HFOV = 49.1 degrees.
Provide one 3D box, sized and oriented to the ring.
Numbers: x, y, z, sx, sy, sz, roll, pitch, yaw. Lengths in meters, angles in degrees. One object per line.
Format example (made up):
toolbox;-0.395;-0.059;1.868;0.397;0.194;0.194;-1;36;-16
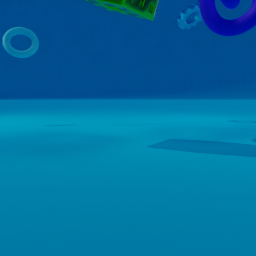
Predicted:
ring;-3.311;-2.651;8.669;1.050;1.050;0.210;-2;-16;-17

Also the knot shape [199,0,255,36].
knot shape;1.958;-2.753;5.667;2.014;1.885;0.931;-23;-14;-29

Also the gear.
gear;2.267;-4.008;10.037;1.070;0.198;1.070;-22;-20;-8

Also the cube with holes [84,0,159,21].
cube with holes;-0.125;-2.748;5.034;1.148;1.148;1.148;24;18;26
